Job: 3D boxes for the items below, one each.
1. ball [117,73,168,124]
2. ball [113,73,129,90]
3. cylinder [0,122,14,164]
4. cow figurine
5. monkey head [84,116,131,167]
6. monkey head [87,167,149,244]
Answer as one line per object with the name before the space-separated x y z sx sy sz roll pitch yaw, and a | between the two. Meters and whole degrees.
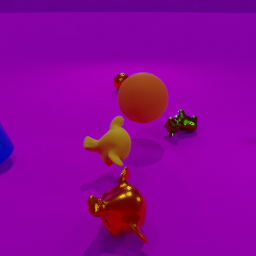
ball | 0.355 -0.714 6.747 1.217 1.217 1.217 0 25 0
ball | -0.238 -1.796 10.947 0.704 0.704 0.704 0 25 0
cylinder | -3.103 0.224 5.859 1.032 1.032 1.032 -13 31 8
cow figurine | 1.434 -0.064 7.423 0.932 0.511 0.917 21 43 -8
monkey head | -0.374 0.299 5.418 0.835 0.700 1.161 21 47 -24
monkey head | -0.132 1.167 4.188 0.740 0.883 1.228 -26 53 14
